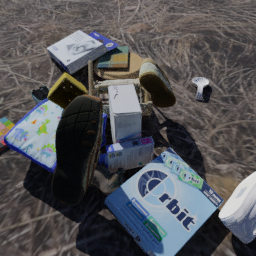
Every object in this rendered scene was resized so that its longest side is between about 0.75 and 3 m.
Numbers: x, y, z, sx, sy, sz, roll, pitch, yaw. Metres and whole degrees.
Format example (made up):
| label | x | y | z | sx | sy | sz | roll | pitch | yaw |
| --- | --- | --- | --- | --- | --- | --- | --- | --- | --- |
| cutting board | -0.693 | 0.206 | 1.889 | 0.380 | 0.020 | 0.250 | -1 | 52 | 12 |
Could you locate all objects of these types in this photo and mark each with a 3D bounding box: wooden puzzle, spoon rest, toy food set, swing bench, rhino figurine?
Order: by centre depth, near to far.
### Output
| label | x | y | z | sx | sy | sz | roll | pitch | yaw |
| --- | --- | --- | --- | --- | --- | --- | --- | --- | --- |
| rhino figurine | -0.518 | 1.536 | 8.149 | 2.139 | 0.640 | 0.935 | 33 | 40 | 12 |
| wooden puzzle | -4.543 | 0.256 | 9.872 | 1.316 | 0.156 | 2.219 | 32 | 52 | 29 |
| swing bench | -0.351 | -1.304 | 10.536 | 2.206 | 1.439 | 2.218 | -2 | 61 | -4 |
| spoon rest | 3.050 | -1.759 | 11.783 | 0.698 | 0.426 | 1.404 | 9 | 45 | 9 |
| toy food set | -0.303 | -2.723 | 12.649 | 2.444 | 0.595 | 2.419 | 19 | 47 | 20 |

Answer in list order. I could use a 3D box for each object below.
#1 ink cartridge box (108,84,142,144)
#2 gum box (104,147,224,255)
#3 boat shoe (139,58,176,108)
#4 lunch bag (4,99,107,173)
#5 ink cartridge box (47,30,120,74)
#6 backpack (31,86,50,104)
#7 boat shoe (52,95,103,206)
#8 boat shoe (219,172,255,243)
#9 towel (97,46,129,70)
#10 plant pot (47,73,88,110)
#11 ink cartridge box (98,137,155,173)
| label | x | y | z | sx | sy | sz | roll | pitch | yaw |
| --- | --- | --- | --- | --- | --- | --- | --- | --- | --- |
| ink cartridge box | -0.101 | -0.158 | 8.949 | 0.838 | 2.024 | 1.475 | -6 | 44 | -6 |
| gum box | 0.982 | 1.977 | 7.443 | 2.472 | 0.551 | 2.100 | -33 | 67 | -30 |
| boat shoe | 1.053 | -1.459 | 9.465 | 0.914 | 2.470 | 0.820 | -9 | 66 | 18 |
| lunch bag | -2.210 | 0.237 | 8.862 | 2.142 | 1.605 | 2.519 | 24 | 39 | 23 |
| ink cartridge box | -2.169 | -3.824 | 13.173 | 2.688 | 0.546 | 2.682 | -34 | 44 | -14 |
| backpack | -3.321 | -1.186 | 11.023 | 0.732 | 0.639 | 0.833 | -29 | 44 | -27 |
| boat shoe | -1.226 | 0.541 | 7.193 | 1.084 | 2.864 | 1.058 | 20 | 16 | 13 |
| boat shoe | 3.571 | 1.946 | 7.591 | 2.871 | 1.034 | 0.983 | -29 | 81 | -44 |
| towel | -0.637 | -3.144 | 12.576 | 1.349 | 0.200 | 1.839 | -1 | 43 | 2 |
| plant pot | -1.829 | -1.160 | 8.515 | 0.871 | 0.876 | 0.896 | -44 | 32 | 17 |
| ink cartridge box | -0.071 | 0.866 | 8.598 | 1.740 | 1.038 | 0.365 | -13 | 47 | -13 |
